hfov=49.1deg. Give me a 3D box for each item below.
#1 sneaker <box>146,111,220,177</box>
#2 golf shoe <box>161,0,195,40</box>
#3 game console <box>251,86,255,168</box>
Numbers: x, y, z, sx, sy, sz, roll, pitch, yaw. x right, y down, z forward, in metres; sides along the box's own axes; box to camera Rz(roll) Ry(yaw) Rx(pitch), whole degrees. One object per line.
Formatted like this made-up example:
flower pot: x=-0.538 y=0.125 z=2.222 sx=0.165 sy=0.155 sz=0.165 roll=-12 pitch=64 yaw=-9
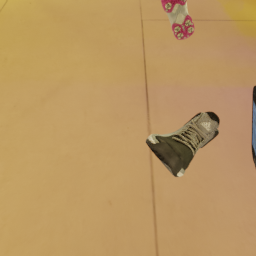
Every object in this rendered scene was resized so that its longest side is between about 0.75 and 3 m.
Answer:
sneaker: x=1.122 y=0.133 z=5.174 sx=1.330 sy=2.302 sz=0.864 roll=-41 pitch=81 yaw=6
golf shoe: x=1.537 y=-4.131 z=9.282 sx=0.902 sy=2.395 sz=1.096 roll=-17 pitch=46 yaw=8
game console: x=2.560 y=0.211 z=5.330 sx=0.276 sy=1.779 sz=1.573 roll=-2 pitch=29 yaw=20
